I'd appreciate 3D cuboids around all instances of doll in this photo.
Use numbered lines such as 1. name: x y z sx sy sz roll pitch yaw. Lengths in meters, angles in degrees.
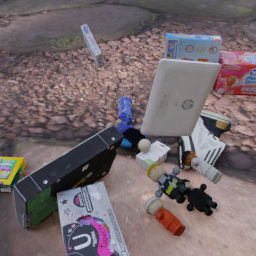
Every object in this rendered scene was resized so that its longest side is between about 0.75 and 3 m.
1. doll: 0.099 0.234 9.474 1.387 0.492 2.032 -22 30 -25

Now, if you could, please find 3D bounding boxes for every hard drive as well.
1. hard drive: -1.477 1.260 7.173 0.545 2.014 2.883 44 53 17

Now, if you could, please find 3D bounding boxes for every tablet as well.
1. tablet: 1.030 -0.530 5.784 1.241 1.907 0.130 2 44 -11

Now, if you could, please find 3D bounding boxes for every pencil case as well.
1. pencil case: -0.120 -0.683 10.893 0.576 0.641 1.477 -10 36 6

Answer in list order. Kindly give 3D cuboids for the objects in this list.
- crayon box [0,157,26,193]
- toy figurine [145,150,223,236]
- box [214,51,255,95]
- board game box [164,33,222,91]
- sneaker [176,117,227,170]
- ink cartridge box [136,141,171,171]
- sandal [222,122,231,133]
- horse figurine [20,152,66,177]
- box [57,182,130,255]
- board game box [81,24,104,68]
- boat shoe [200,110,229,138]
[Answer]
1. crayon box: -3.911 1.366 8.396 1.310 0.382 1.130 2 36 2
2. toy figurine: 1.330 1.538 7.045 1.797 1.769 1.250 -22 36 -27
3. box: 5.482 -2.419 12.462 2.997 1.494 1.431 4 37 5
4. board game box: 2.734 -2.879 12.369 2.302 2.351 0.657 6 37 7
5. sneaker: 2.374 0.202 9.172 1.450 0.951 2.520 6 66 -5
6. ink cartridge box: 0.824 0.900 9.027 0.624 0.359 1.065 30 47 34
7. sandal: 3.305 -0.039 10.303 1.321 0.316 0.497 -18 41 -22
8. horse figurine: -1.846 0.998 8.188 2.367 0.591 1.569 -28 9 -34
9. box: -0.810 2.449 6.149 1.185 1.365 2.066 -12 39 -15
10. board game box: -1.122 -2.582 8.937 0.221 1.073 1.070 -26 84 -5
11. boat shoe: 2.335 -0.304 10.110 1.027 0.857 2.753 11 9 -38
